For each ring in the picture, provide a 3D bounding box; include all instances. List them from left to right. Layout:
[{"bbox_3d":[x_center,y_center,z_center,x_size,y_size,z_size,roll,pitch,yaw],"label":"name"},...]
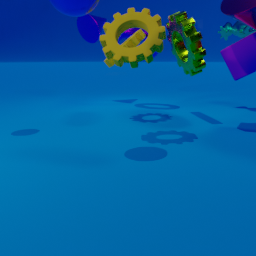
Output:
[{"bbox_3d":[0.238,-3.117,10.565,1.958,0.392,1.958,8,-17,3],"label":"ring"}]

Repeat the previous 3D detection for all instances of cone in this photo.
[{"bbox_3d":[-1.259,-4.326,11.610,1.213,1.213,1.217,12,42,38],"label":"cone"},{"bbox_3d":[3.184,-2.737,6.791,1.364,1.359,1.359,41,-12,-34],"label":"cone"}]

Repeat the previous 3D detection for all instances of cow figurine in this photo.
[{"bbox_3d":[3.742,-3.378,9.684,1.092,0.609,1.110,-26,34,19],"label":"cow figurine"}]

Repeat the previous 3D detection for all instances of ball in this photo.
[{"bbox_3d":[-0.868,-2.257,4.460,0.909,0.909,0.909,0,15,0],"label":"ball"}]

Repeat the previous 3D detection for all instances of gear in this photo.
[{"bbox_3d":[-0.102,-2.409,8.492,1.441,0.267,1.441,-38,16,13],"label":"gear"},{"bbox_3d":[0.104,-1.974,6.094,1.401,1.401,0.259,3,-20,13],"label":"gear"},{"bbox_3d":[1.728,-2.517,8.460,0.348,1.884,1.884,-24,17,-3],"label":"gear"}]

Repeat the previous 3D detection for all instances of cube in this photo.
[{"bbox_3d":[3.055,-1.864,7.246,0.864,0.864,0.864,-25,6,36],"label":"cube"}]
